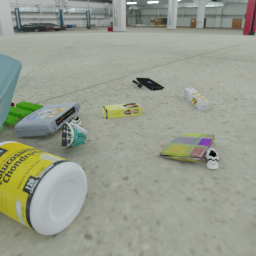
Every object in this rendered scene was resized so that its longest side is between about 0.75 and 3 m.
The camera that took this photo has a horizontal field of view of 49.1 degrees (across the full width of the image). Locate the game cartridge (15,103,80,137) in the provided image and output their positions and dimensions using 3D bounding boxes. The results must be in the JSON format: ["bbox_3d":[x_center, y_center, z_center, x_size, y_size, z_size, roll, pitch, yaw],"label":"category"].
[{"bbox_3d":[-2.996,-0.371,10.471,1.621,0.505,2.434,0,23,16],"label":"game cartridge"}]

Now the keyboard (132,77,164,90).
[{"bbox_3d":[0.977,-2.529,15.968,1.481,0.240,2.330,-1,22,-19],"label":"keyboard"}]

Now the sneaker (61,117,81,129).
[{"bbox_3d":[-2.142,-0.204,10.516,0.800,0.351,0.303,-20,32,-34],"label":"sneaker"}]

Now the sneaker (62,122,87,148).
[{"bbox_3d":[-1.623,0.233,8.463,0.742,0.722,1.863,2,-5,-13],"label":"sneaker"}]

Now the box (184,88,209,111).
[{"bbox_3d":[3.159,-1.373,13.056,0.466,0.436,2.251,-2,24,-5],"label":"box"}]

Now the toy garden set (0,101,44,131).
[{"bbox_3d":[-4.942,-0.439,10.933,2.110,0.505,2.531,13,28,23],"label":"toy garden set"}]

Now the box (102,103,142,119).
[{"bbox_3d":[-0.253,-0.729,11.658,1.559,0.391,0.587,-8,25,-17],"label":"box"}]

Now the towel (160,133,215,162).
[{"bbox_3d":[1.888,0.567,8.740,1.294,0.205,1.801,2,21,32],"label":"towel"}]

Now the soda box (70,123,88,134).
[{"bbox_3d":[-1.766,0.068,9.817,0.810,0.258,0.276,25,-2,45],"label":"soda box"}]

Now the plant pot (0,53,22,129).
[{"bbox_3d":[-4.517,-0.497,7.104,2.518,2.525,2.572,20,45,-20],"label":"plant pot"}]

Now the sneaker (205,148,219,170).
[{"bbox_3d":[2.480,0.792,8.168,0.391,0.424,1.060,1,22,9],"label":"sneaker"}]

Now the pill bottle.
[{"bbox_3d":[-2.314,1.127,6.064,2.637,1.477,1.477,14,27,28],"label":"pill bottle"}]
